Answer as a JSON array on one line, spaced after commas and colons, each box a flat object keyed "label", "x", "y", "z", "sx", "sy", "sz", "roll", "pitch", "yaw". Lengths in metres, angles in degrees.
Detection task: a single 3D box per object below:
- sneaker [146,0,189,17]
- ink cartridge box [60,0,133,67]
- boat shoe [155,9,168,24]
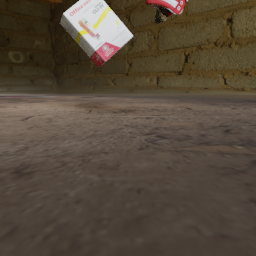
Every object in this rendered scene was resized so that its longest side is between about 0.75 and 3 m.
[{"label": "sneaker", "x": 1.667, "y": -3.596, "z": 7.104, "sx": 2.701, "sy": 1.519, "sz": 0.962, "roll": -3, "pitch": 22, "yaw": -13}, {"label": "ink cartridge box", "x": -1.231, "y": -3.848, "z": 10.940, "sx": 1.678, "sy": 2.312, "sz": 0.964, "roll": -47, "pitch": 12, "yaw": -17}, {"label": "boat shoe", "x": 0.944, "y": -3.590, "z": 8.264, "sx": 0.418, "sy": 1.147, "sz": 0.354, "roll": 17, "pitch": -25, "yaw": -36}]
